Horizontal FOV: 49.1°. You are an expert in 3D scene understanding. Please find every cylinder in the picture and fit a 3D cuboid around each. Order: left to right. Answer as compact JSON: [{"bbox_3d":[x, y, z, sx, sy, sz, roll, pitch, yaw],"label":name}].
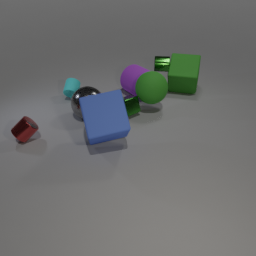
[{"bbox_3d":[-3.763,0.044,10.232,0.700,0.700,0.700,-44,36,6],"label":"cylinder"},{"bbox_3d":[-2.666,-1.901,13.312,0.700,0.700,0.700,4,63,7],"label":"cylinder"},{"bbox_3d":[0.557,-2.250,13.682,1.400,1.400,1.400,-18,35,-28],"label":"cylinder"},{"bbox_3d":[1.582,-2.987,13.052,0.700,0.700,0.700,3,31,4],"label":"cylinder"}]

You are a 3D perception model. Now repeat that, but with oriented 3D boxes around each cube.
[{"bbox_3d":[-0.799,-0.328,9.603,1.400,1.400,1.400,-13,-10,-7],"label":"cube"},{"bbox_3d":[0.018,-0.960,11.999,0.700,0.700,0.700,-24,20,-30],"label":"cube"},{"bbox_3d":[2.787,-2.688,13.938,1.400,1.400,1.400,8,65,14],"label":"cube"}]

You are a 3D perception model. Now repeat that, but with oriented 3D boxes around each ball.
[{"bbox_3d":[-1.675,-1.039,11.685,1.400,1.400,1.400,0,31,0],"label":"ball"},{"bbox_3d":[1.010,-1.722,11.988,1.400,1.400,1.400,0,31,0],"label":"ball"}]
